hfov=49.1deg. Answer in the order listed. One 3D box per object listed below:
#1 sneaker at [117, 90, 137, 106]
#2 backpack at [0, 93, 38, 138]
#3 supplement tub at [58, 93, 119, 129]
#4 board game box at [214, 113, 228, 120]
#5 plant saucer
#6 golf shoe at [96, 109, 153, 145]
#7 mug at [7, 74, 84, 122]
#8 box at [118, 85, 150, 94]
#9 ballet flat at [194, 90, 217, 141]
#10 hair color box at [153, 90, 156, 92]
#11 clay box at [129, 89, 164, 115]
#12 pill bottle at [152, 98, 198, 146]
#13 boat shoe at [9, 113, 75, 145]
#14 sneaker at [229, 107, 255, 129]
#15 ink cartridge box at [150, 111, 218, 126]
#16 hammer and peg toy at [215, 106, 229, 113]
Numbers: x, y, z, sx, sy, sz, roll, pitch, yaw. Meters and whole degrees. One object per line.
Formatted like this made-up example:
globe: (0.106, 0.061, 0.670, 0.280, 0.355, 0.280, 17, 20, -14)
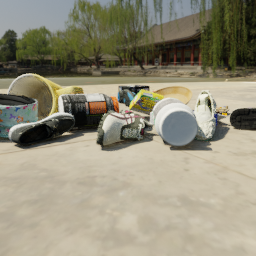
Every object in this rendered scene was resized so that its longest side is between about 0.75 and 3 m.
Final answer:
sneaker: (0.163, -1.999, 17.893, 1.133, 1.012, 2.765, -4, 14, -16)
backpack: (-4.425, -0.521, 10.267, 2.160, 1.626, 1.918, -2, 15, -7)
supplement tub: (-1.625, -0.703, 11.551, 2.330, 1.428, 1.428, -4, 14, -22)
board game box: (3.661, -0.611, 12.538, 1.211, 0.157, 1.211, 13, -6, -1)
plant saucer: (2.226, -1.463, 15.216, 2.596, 0.460, 2.596, -13, 33, 9)
golf shoe: (-0.086, -0.030, 9.630, 1.221, 1.070, 2.772, 17, 21, 22)
mug: (-3.537, -1.120, 12.527, 2.741, 2.195, 2.250, 18, 8, 10)
box: (0.472, -2.942, 22.207, 1.969, 0.848, 1.613, -8, 15, -31)
ballet flat: (2.818, -0.623, 10.617, 1.004, 1.004, 2.798, 4, 34, 16)
hair color box: (2.921, -2.516, 20.978, 1.887, 0.603, 1.046, 8, 16, 34)
clay box: (0.884, -1.212, 13.120, 1.127, 0.467, 1.962, 15, -20, -13)
pill bottle: (1.588, -0.256, 9.720, 1.380, 1.380, 2.440, 0, 12, 1)
boat shoe: (-2.823, 0.090, 9.727, 2.450, 0.841, 0.694, -20, 29, -39)
sneaker: (5.753, -0.461, 11.367, 2.982, 1.129, 1.305, 6, 9, 25)
ink cartridge box: (2.358, -0.376, 11.981, 2.589, 0.572, 1.217, 9, 17, 32)
hammer and peg toy: (4.777, -0.920, 14.642, 0.878, 0.421, 1.194, 10, 16, 29)
